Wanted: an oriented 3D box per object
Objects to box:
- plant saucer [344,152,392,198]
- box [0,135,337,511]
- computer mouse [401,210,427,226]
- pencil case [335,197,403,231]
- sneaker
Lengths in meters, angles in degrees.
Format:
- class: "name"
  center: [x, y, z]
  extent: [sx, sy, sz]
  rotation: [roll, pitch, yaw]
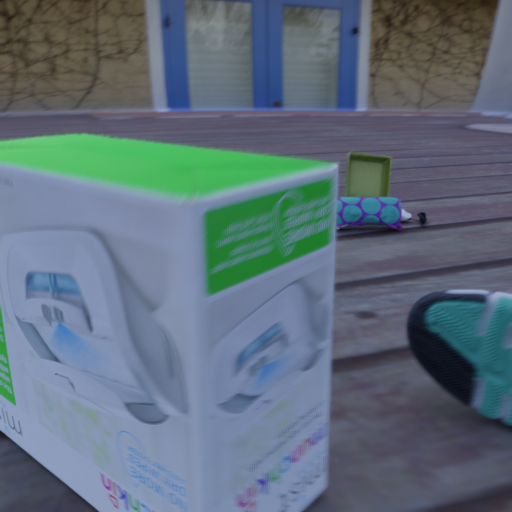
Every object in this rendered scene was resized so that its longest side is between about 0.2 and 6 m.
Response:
- class: "plant saucer"
  center: [2.340, -1.649, 11.917]
  extent: [0.999, 0.998, 0.239]
  rotation: [3, 3, -12]
- class: "box"
  center: [-0.956, 0.484, 4.403]
  extent: [2.938, 2.593, 1.421]
  rotation: [16, 24, 37]
- class: "computer mouse"
  center: [3.140, -0.915, 12.100]
  extent: [1.103, 0.242, 0.605]
  rotation: [13, 22, 19]
- class: "pencil case"
  center: [2.205, -0.859, 11.505]
  extent: [1.529, 0.706, 0.651]
  rotation: [-2, -24, -1]
- class: "sneaker"
  center: [3.042, 1.063, 5.421]
  extent: [3.134, 1.166, 1.372]
  rotation: [18, 13, 18]
